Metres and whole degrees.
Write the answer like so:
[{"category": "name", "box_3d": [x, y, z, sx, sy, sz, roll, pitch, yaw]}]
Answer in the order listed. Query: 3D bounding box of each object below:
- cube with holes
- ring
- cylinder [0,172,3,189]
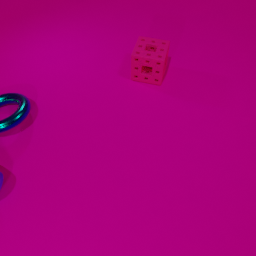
[{"category": "cube with holes", "box_3d": [0.730, -2.218, 9.241, 1.037, 1.037, 1.037, 12, 53, 9]}, {"category": "ring", "box_3d": [-3.686, -0.460, 8.191, 1.693, 0.339, 1.693, -6, 43, 6]}, {"category": "cylinder", "box_3d": [-3.523, 1.292, 6.627, 0.783, 0.783, 0.783, -25, 49, 32]}]
